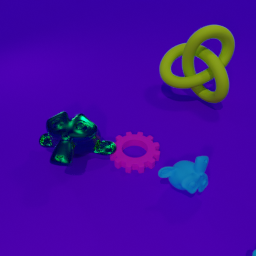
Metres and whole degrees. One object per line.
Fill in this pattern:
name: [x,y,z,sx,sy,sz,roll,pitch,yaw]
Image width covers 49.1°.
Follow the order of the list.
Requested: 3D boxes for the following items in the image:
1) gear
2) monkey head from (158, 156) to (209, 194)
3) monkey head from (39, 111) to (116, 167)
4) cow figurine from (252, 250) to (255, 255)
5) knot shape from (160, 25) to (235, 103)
gear: [0.156,0.543,6.492,1.154,0.213,1.154,0,40,0]
monkey head: [1.189,0.825,5.438,1.142,0.822,0.688,1,20,-34]
monkey head: [-1.203,0.350,6.018,1.824,1.099,1.312,7,59,6]
cow figurine: [2.188,2.346,3.910,1.077,0.591,1.060,16,27,17]
knot shape: [1.993,-1.778,7.443,2.053,1.921,0.949,35,30,10]
